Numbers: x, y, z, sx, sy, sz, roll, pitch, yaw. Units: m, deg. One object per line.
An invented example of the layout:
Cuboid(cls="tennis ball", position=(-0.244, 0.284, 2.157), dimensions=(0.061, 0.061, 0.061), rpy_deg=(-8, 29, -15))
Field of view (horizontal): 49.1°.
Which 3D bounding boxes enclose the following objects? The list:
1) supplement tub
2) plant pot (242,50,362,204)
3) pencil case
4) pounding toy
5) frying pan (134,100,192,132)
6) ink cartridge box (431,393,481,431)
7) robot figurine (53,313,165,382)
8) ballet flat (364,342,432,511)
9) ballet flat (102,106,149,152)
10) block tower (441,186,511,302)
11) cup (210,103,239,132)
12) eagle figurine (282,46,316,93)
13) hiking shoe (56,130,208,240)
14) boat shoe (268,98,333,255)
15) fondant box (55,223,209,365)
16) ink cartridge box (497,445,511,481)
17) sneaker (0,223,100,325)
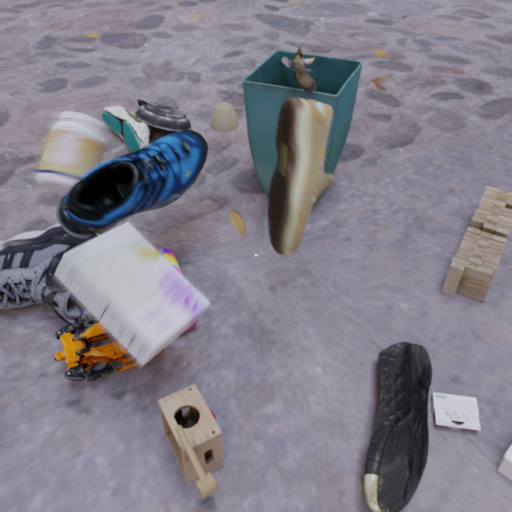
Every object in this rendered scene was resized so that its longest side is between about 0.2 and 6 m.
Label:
Cuboid(cls="supplement tub", position=(-3.571, -1.955, 10.948), dimensions=(1.059, 1.059, 1.467), rpy_deg=(11, 79, 12))
Cuboid(cls="plant pot", position=(1.009, -2.759, 12.585), dimensions=(2.020, 2.859, 2.021), rpy_deg=(14, 40, 18))
Cuboid(cls="pencil case", position=(-1.669, 0.623, 10.502), dimensions=(0.808, 0.808, 1.828), rpy_deg=(-16, 45, -16))
Cuboid(cls="pounding toy", position=(-0.772, 2.606, 7.889), dimensions=(0.694, 1.333, 1.518), rpy_deg=(-20, 46, -21))
Cuboid(cls="frying pan", position=(-2.580, -4.029, 15.743), dimensions=(1.593, 0.429, 2.633), rpy_deg=(11, 27, -14))
Cuboid(cls="ink cartridge box", position=(3.167, 2.497, 8.897), dimensions=(0.698, 0.152, 0.606), rpy_deg=(6, 43, 7))
Cuboid(cls="robot figurine", position=(-2.549, 1.529, 9.633), dimensions=(1.779, 0.518, 1.290), rpy_deg=(-16, 52, -17))
Cuboid(cls="ballet flat", position=(2.103, 2.555, 8.536), dimensions=(0.842, 0.985, 2.963), rpy_deg=(-23, 26, 38))
Cuboid(cls="ballet flat", position=(-3.301, -3.424, 14.884), dimensions=(0.839, 0.839, 2.338), rpy_deg=(-26, 50, -26))
Cuboid(cls="block tower", position=(4.671, -0.274, 11.454), dimensions=(0.845, 0.790, 2.924), rpy_deg=(21, 47, 23))
Cuboid(cls="cup", position=(-0.895, -3.911, 15.595), dimensions=(0.816, 0.584, 0.816), rpy_deg=(0, 42, 0))
Cuboid(cls="eagle figurine", position=(0.834, -3.480, 10.375), dimensions=(0.597, 0.594, 0.787), rpy_deg=(11, 61, -23))
Cuboid(cls="hiking shoe", position=(-1.940, -1.293, 9.601), dimensions=(3.035, 1.316, 1.129), rpy_deg=(-38, 96, -23))
Cuboid(cls="boat shoe", position=(0.723, -1.087, 8.083), dimensions=(0.851, 2.235, 0.801), rpy_deg=(0, 21, -22))
Cuboid(cls="fondant box", position=(-1.792, 0.499, 8.270), dimensions=(1.855, 0.540, 1.339), rpy_deg=(45, 39, 6))
Cuboid(cls="ink cartridge box", position=(4.159, 3.075, 8.044), dimensions=(0.756, 0.441, 1.045), rpy_deg=(-34, 52, -31))
Cuboid(cls="sneaker", position=(-4.141, 0.557, 10.075), dimensions=(3.463, 1.307, 1.971), rpy_deg=(-24, 42, -28))
